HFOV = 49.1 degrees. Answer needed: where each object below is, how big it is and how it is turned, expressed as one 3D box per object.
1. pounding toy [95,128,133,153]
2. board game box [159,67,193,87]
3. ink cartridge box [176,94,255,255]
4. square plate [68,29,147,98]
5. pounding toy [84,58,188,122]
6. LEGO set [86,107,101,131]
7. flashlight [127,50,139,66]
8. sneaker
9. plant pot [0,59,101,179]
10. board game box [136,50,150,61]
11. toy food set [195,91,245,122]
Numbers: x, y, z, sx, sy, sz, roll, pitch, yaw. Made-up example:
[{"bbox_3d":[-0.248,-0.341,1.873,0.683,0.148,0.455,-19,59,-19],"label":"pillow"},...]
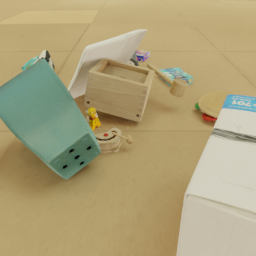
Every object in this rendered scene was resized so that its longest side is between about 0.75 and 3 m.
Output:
[{"bbox_3d":[-0.477,0.194,7.136,1.132,0.649,0.647,-4,36,-7],"label":"pounding toy"},{"bbox_3d":[1.846,-2.030,11.069,0.924,0.287,1.224,-10,33,-15],"label":"board game box"},{"bbox_3d":[1.748,1.011,4.426,1.229,2.095,2.861,15,35,23],"label":"ink cartridge box"},{"bbox_3d":[-0.833,-2.118,9.244,2.625,2.600,0.373,-32,80,-37],"label":"square plate"},{"bbox_3d":[0.352,-1.188,8.906,2.809,1.285,2.468,15,28,3],"label":"pounding toy"},{"bbox_3d":[-1.223,-0.233,7.815,0.615,0.662,1.613,18,36,26],"label":"LEGO set"},{"bbox_3d":[0.032,-3.277,12.357,0.785,0.782,2.309,-3,42,0],"label":"flashlight"},{"bbox_3d":[-3.537,-2.147,10.856,1.120,1.090,2.811,-20,28,2],"label":"sneaker"},{"bbox_3d":[-1.724,-0.079,6.369,1.581,1.582,2.239,-38,59,-11],"label":"plant pot"},{"bbox_3d":[0.335,-3.542,13.531,1.202,0.269,0.808,13,34,20],"label":"board game box"},{"bbox_3d":[3.035,-0.628,8.658,1.842,0.448,1.823,17,36,25],"label":"toy food set"}]
